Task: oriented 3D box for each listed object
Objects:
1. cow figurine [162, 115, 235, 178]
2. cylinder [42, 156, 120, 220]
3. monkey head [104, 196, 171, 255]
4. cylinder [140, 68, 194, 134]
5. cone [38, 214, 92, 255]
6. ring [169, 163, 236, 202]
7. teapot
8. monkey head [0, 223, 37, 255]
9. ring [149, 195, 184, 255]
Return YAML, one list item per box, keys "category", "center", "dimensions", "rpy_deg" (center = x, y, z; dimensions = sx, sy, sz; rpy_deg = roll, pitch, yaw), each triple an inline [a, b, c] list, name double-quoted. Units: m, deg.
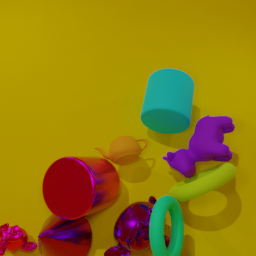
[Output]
- category: "cow figurine"
  center: [1.828, 0.454, 7.334]
  dimensions: [1.692, 0.944, 1.720]
  rpy_deg: [2, 70, 29]
- category: "cylinder"
  center: [-1.080, 1.379, 6.730]
  dimensions: [1.380, 1.380, 1.380]
  rpy_deg: [-3, 83, 21]
- category: "monkey head"
  center: [0.410, 2.459, 6.538]
  dimensions: [1.422, 1.191, 1.977]
  rpy_deg: [51, 57, -5]
- category: "cylinder"
  center: [1.158, -0.753, 8.126]
  dimensions: [1.395, 1.395, 1.395]
  rpy_deg: [10, 62, 6]
- category: "cone"
  center: [-1.668, 2.437, 6.238]
  dimensions: [1.385, 1.390, 1.385]
  rpy_deg: [-4, 67, 10]
- category: "ring"
  center: [1.801, 1.324, 6.838]
  dimensions: [1.734, 1.734, 0.347]
  rpy_deg: [-23, 81, -12]
- category: "teapot"
  center: [-0.159, 0.552, 7.412]
  dimensions: [1.424, 0.885, 0.697]
  rpy_deg: [-13, 62, -8]
- category: "monkey head"
  center: [-2.781, 2.693, 6.566]
  dimensions: [1.148, 0.692, 0.826]
  rpy_deg: [7, 41, 10]
- category: "ring"
  center: [0.804, 2.044, 5.633]
  dimensions: [0.270, 1.350, 1.350]
  rpy_deg: [-7, 57, 30]
